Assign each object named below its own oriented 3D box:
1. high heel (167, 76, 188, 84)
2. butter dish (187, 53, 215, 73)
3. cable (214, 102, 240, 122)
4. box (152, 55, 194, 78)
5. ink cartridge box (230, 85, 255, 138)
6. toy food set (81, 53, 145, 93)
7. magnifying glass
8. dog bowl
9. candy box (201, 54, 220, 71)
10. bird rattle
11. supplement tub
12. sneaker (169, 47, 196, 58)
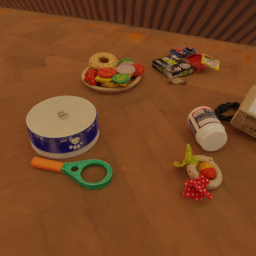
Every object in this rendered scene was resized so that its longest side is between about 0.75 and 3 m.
[{"bbox_3d":[2.331,-2.196,13.125,0.933,0.333,0.665,-19,36,-34],"label":"high heel"},{"bbox_3d":[3.561,-3.195,14.012,1.145,0.846,1.142,10,0,-12],"label":"butter dish"},{"bbox_3d":[4.192,-0.652,11.229,1.632,0.415,1.332,1,40,2],"label":"cable"},{"bbox_3d":[2.251,-3.103,14.190,1.383,0.382,1.726,-20,44,-23],"label":"box"},{"bbox_3d":[5.186,-0.353,10.172,2.315,0.870,1.907,31,50,15],"label":"ink cartridge box"},{"bbox_3d":[-0.746,-2.661,13.397,2.919,0.717,2.949,11,41,13],"label":"toy food set"},{"bbox_3d":[-1.806,1.318,8.968,2.688,0.301,1.070,8,41,11],"label":"magnifying glass"},{"bbox_3d":[-2.318,-0.101,10.119,2.495,0.983,2.495,0,40,0],"label":"dog bowl"},{"bbox_3d":[3.129,-2.490,10.611,0.775,0.102,0.396,19,72,-19],"label":"candy box"},{"bbox_3d":[2.246,1.345,8.506,1.468,1.015,1.801,2,40,-24],"label":"bird rattle"},{"bbox_3d":[2.798,0.011,9.952,1.017,1.017,1.449,-5,40,-7],"label":"supplement tub"},{"bbox_3d":[3.032,-4.210,15.362,1.512,0.593,0.570,8,39,10],"label":"sneaker"}]
